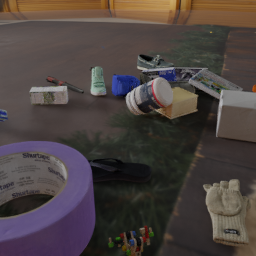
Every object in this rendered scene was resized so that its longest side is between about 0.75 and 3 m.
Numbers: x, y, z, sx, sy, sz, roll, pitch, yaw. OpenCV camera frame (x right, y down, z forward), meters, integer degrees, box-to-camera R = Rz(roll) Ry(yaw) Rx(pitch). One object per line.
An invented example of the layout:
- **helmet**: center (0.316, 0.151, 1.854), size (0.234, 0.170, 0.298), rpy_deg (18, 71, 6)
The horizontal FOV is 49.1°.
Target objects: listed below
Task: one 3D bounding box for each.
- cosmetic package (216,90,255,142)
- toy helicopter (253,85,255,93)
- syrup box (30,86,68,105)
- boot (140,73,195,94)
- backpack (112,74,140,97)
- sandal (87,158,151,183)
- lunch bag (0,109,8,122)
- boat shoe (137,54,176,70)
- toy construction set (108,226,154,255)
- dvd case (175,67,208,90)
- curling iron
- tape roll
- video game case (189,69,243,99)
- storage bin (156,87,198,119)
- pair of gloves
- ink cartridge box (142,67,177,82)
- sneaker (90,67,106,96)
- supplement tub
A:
- **cosmetic package**: center (4.400, -0.336, 9.028), size (2.916, 1.315, 1.558), rpy_deg (7, 28, 18)
- **toy helicopter**: center (5.300, -0.701, 10.085), size (2.333, 0.920, 1.543), rpy_deg (25, 39, 33)
- **syrup box**: center (-3.234, -1.351, 11.559), size (1.455, 0.573, 0.592), rpy_deg (-3, 29, -5)
- **boot**: center (1.675, -1.912, 12.398), size (2.133, 0.774, 1.939), rpy_deg (-11, 44, -6)
- **backpack**: center (-0.030, -1.760, 12.015), size (1.120, 0.910, 0.940), rpy_deg (-3, 26, -24)
- **sandal**: center (-0.420, 1.018, 7.340), size (2.050, 0.439, 0.780), rpy_deg (1, 29, 1)
- **lunch bag**: center (-4.483, -0.403, 9.242), size (0.795, 0.408, 0.989), rpy_deg (-10, -3, -1)
- **boat shoe**: center (1.443, -3.512, 15.086), size (0.926, 0.786, 2.544), rpy_deg (-27, 32, -34)
- **toy construction set**: center (0.175, 2.242, 5.175), size (0.674, 0.621, 0.808), rpy_deg (-15, -6, 43)
- **dvd case**: center (2.987, -2.551, 14.113), size (2.210, 0.237, 2.972), rpy_deg (3, 30, 9)
- **curling iron**: center (-2.931, -2.031, 12.989), size (2.333, 0.298, 0.578), rpy_deg (21, 11, 29)
- **tape roll**: center (-2.134, 1.512, 5.612), size (2.900, 1.232, 2.900), rpy_deg (-1, 29, 0)
- **video game case**: center (3.857, -1.843, 12.230), size (2.015, 0.222, 1.837), rpy_deg (33, 39, 16)
- **storage bin**: center (1.769, -1.033, 10.927), size (1.367, 0.641, 1.357), rpy_deg (-17, 32, -28)
- **pair of gloves**: center (2.782, 1.797, 5.997), size (2.168, 0.380, 1.844), rpy_deg (0, 32, 5)
- **ink cartridge box**: center (1.440, -2.366, 12.951), size (1.529, 0.719, 0.338), rpy_deg (1, 30, 29)
- **sneaker**: center (-1.374, -2.152, 12.540), size (0.656, 1.051, 1.782), rpy_deg (-5, 30, -12)
- **supplement tub**: center (0.776, -1.107, 10.098), size (1.473, 1.034, 1.034), rpy_deg (-19, 13, 39)
